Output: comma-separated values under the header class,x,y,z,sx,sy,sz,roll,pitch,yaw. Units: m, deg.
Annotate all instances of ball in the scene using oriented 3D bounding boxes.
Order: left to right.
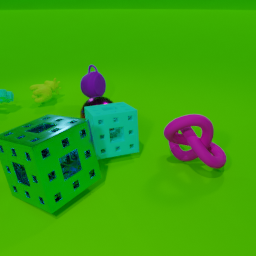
class,x,y,z,sx,sy,sz,roll,pitch,yaw
ball,-0.735,-0.331,7.193,0.983,0.983,0.983,0,25,0

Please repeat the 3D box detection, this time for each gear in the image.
class,x,y,z,sx,sy,sz,roll,pitch,yaw
gear,-4.148,-0.976,8.498,1.233,0.228,1.233,-1,-6,0

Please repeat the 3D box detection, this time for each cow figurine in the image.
class,x,y,z,sx,sy,sz,roll,pitch,yaw
cow figurine,-2.690,-1.250,9.373,1.087,0.606,1.105,-17,29,-24

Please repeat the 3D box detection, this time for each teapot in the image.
class,x,y,z,sx,sy,sz,roll,pitch,yaw
teapot,-1.099,-1.234,8.463,0.666,1.360,0.846,3,1,29

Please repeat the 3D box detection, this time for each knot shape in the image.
class,x,y,z,sx,sy,sz,roll,pitch,yaw
knot shape,1.240,0.252,5.717,0.664,1.437,1.345,-52,20,-15

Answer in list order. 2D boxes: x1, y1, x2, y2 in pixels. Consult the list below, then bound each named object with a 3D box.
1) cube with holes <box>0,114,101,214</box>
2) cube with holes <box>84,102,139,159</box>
class,x,y,z,sx,sy,sz,roll,pitch,yaw
cube with holes,-1.372,0.531,4.891,1.158,1.158,1.158,7,26,38
cube with holes,-0.376,0.020,6.214,0.939,0.939,0.939,-9,18,-17
